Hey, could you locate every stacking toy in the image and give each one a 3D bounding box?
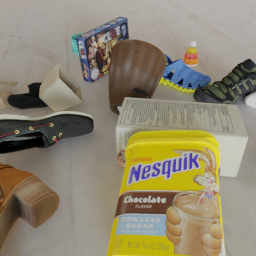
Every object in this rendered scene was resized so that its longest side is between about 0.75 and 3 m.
[{"bbox_3d":[2.669,-3.183,11.833,0.734,1.005,0.734,-1,36,0],"label":"stacking toy"}]

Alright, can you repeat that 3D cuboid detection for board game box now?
[{"bbox_3d":[-0.865,-3.125,11.018,0.442,1.730,2.553,21,45,31],"label":"board game box"}]

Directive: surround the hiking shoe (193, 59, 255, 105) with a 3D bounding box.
[{"bbox_3d":[3.543,-1.576,9.258,2.994,1.507,1.134,-12,38,-15],"label":"hiking shoe"}]

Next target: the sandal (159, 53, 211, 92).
[{"bbox_3d":[1.851,-2.046,10.296,2.440,1.062,0.970,18,39,20],"label":"sandal"}]

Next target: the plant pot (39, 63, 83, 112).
[{"bbox_3d":[-2.235,-1.205,9.068,0.989,1.115,1.117,-34,37,11],"label":"plant pot"}]

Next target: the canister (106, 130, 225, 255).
[{"bbox_3d":[0.775,1.365,5.301,2.007,1.170,2.702,-2,42,14],"label":"canister"}]

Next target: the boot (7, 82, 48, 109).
[{"bbox_3d":[-3.300,-1.162,9.522,1.383,0.512,1.134,0,39,-15],"label":"boot"}]

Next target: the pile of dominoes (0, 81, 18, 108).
[{"bbox_3d":[-5.228,-0.995,9.641,2.610,0.416,2.035,4,37,19],"label":"pile of dominoes"}]

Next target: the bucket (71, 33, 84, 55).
[{"bbox_3d":[-2.105,-3.913,13.047,1.109,0.722,1.109,0,36,0],"label":"bucket"}]

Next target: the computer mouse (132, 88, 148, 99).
[{"bbox_3d":[0.308,-0.709,7.857,0.539,0.768,0.177,13,-4,28],"label":"computer mouse"}]

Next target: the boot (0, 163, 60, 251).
[{"bbox_3d":[-3.080,1.479,5.303,2.267,1.120,2.920,19,30,31],"label":"boot"}]

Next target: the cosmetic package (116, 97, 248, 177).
[{"bbox_3d":[1.248,0.185,7.094,2.942,1.284,1.521,5,35,8],"label":"cosmetic package"}]

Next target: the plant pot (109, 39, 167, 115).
[{"bbox_3d":[0.135,-1.379,8.734,1.842,1.842,1.971,9,69,12],"label":"plant pot"}]

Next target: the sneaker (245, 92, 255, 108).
[{"bbox_3d":[4.509,-0.694,8.877,1.557,0.606,0.774,15,43,21],"label":"sneaker"}]

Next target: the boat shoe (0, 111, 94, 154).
[{"bbox_3d":[-2.187,0.146,7.384,2.804,1.026,0.879,-5,58,-29],"label":"boat shoe"}]
